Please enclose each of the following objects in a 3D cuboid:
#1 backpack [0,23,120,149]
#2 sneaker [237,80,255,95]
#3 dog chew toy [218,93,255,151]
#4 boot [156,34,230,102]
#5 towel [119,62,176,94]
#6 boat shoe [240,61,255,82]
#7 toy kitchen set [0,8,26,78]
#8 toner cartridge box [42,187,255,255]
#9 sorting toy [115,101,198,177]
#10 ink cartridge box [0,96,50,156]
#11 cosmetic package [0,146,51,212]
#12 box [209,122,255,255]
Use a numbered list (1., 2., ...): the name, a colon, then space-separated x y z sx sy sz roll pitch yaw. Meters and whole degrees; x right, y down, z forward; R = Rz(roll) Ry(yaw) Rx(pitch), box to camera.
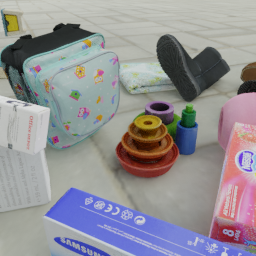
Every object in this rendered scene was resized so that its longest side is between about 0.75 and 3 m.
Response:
1. backpack: -1.334 -0.796 6.470 1.946 2.539 2.232 32 50 29
2. sneaker: 4.600 -0.667 7.680 2.989 1.052 1.397 22 24 24
3. dog chew toy: 3.230 0.041 6.032 2.400 1.494 1.494 7 31 11
4. boot: 2.346 -2.393 9.666 2.768 2.281 0.908 -34 11 -39
5. towel: 0.824 -1.931 10.326 2.288 0.551 1.959 -9 31 -15
6. boat shoe: 4.951 -1.378 8.850 1.102 1.129 2.984 -27 39 -33
7. toy kitchen set: -5.049 -3.509 11.383 1.611 2.190 2.734 -6 31 -11
8. toner cartridge box: 0.372 1.757 3.261 2.798 1.329 0.604 14 33 23
9. sorting toy: 0.758 -0.079 6.533 1.717 1.173 2.858 7 31 12
10. ink cartridge box: -1.410 -0.046 3.510 0.767 0.555 0.323 14 16 10
11. cosmetic package: -2.971 0.729 4.845 2.973 1.511 1.101 -9 32 -14
12. box: 2.117 1.091 4.480 1.332 1.229 2.596 13 33 21
